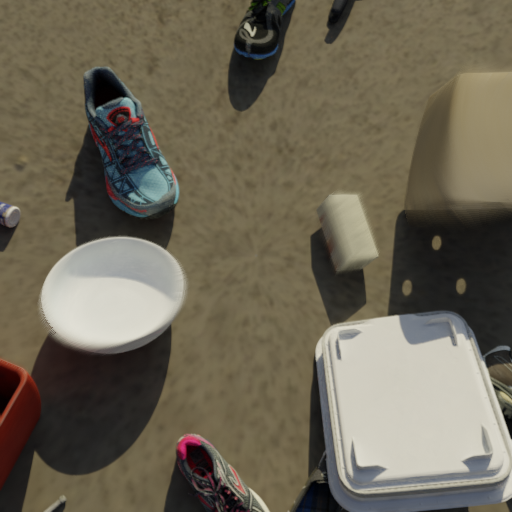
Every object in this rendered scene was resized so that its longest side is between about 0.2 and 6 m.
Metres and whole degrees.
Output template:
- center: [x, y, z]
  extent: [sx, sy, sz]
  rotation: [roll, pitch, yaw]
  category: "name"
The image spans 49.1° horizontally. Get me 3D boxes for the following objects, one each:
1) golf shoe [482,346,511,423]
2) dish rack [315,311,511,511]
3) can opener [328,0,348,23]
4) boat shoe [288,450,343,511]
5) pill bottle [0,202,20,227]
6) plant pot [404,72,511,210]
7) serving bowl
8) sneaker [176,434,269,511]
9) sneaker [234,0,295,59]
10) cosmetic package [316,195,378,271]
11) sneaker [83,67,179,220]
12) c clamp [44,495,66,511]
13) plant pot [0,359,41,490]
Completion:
- center: [3.898, 2.075, 7.414]
  extent: [2.219, 0.863, 1.049]
  rotation: [39, 72, 14]
  category: "golf shoe"
- center: [1.926, 1.796, 7.156]
  extent: [2.255, 0.572, 2.628]
  rotation: [-9, 47, 7]
  category: "dish rack"
- center: [1.802, -5.234, 10.815]
  extent: [0.677, 0.546, 1.721]
  rotation: [24, 68, 9]
  category: "can opener"
- center: [0.899, 2.982, 7.133]
  extent: [0.647, 0.613, 1.850]
  rotation: [40, 72, 16]
  category: "boat shoe"
- center: [-4.113, -0.697, 8.917]
  extent: [0.606, 0.336, 0.336]
  rotation: [18, 67, 8]
  category: "pill bottle"
- center: [3.365, -1.599, 8.111]
  extent: [1.992, 1.994, 1.765]
  rotation: [-1, 91, 0]
  category: "plant pot"
- center: [-2.006, 0.635, 8.034]
  extent: [1.934, 0.636, 1.934]
  rotation: [2, 47, -3]
  category: "serving bowl"
- center: [-0.463, 3.027, 7.101]
  extent: [0.694, 0.643, 1.722]
  rotation: [-41, 73, -16]
  category: "sneaker"
- center: [0.183, -4.592, 10.281]
  extent: [0.849, 0.992, 2.395]
  rotation: [18, 67, 9]
  category: "sneaker"
- center: [1.383, -0.362, 8.597]
  extent: [0.559, 0.472, 1.082]
  rotation: [-2, 66, -25]
  category: "cosmetic package"
- center: [-2.141, -1.827, 8.871]
  extent: [1.101, 1.327, 2.778]
  rotation: [-27, 69, -11]
  category: "sneaker"
- center: [-2.670, 4.441, 6.658]
  extent: [1.934, 0.307, 2.264]
  rotation: [-32, 70, -13]
  category: "c clamp"
- center: [-3.841, 2.158, 6.874]
  extent: [1.999, 1.761, 1.997]
  rotation: [20, 68, 8]
  category: "plant pot"
